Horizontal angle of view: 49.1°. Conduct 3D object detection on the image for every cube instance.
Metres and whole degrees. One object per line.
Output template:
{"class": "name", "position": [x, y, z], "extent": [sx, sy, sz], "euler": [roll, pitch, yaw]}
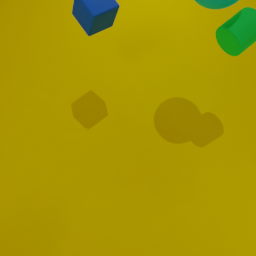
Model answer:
{"class": "cube", "position": [-0.773, -2.777, 6.576], "extent": [0.746, 0.746, 0.746], "euler": [-33, 84, -24]}

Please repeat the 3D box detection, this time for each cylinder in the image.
{"class": "cylinder", "position": [2.526, -2.156, 6.306], "extent": [0.778, 0.778, 0.778], "euler": [-38, 68, -4]}

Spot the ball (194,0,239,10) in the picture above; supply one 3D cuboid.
{"class": "ball", "position": [1.916, -3.226, 5.865], "extent": [1.372, 1.372, 1.372], "euler": [0, 63, 0]}
